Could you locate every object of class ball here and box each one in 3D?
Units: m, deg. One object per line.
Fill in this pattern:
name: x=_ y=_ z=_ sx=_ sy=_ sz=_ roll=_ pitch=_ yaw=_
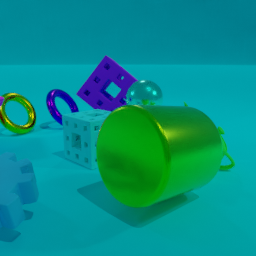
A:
ball: x=0.347 y=-0.623 z=5.964 sx=0.799 sy=0.799 sz=0.799 roll=0 pitch=14 yaw=0

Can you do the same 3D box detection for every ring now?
ring: x=-3.068 y=-0.414 z=7.749 sx=0.244 sy=1.220 sz=1.220 roll=-24 pitch=1 yaw=31
ring: x=-1.954 y=-0.607 z=8.500 sx=0.257 sy=1.284 sz=1.284 roll=-28 pitch=2 yaw=25

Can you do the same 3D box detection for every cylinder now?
cylinder: x=0.438 y=0.331 z=3.930 sx=1.293 sy=1.293 sz=1.293 roll=-3 pitch=12 yaw=-45

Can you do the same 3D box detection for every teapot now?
teapot: x=1.365 y=0.209 z=5.098 sx=0.771 sy=1.574 sz=0.979 roll=-40 pitch=11 yaw=28

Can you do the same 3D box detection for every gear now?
gear: x=-2.050 y=0.863 z=3.428 sx=1.784 sy=0.330 sz=1.784 roll=-5 pitch=23 yaw=2

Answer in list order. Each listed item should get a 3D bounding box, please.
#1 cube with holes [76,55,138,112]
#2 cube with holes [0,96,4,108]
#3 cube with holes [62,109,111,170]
cube with holes: x=-0.464 y=-1.161 z=8.548 sx=1.394 sy=1.394 sz=1.394 roll=39 pitch=10 yaw=-3
cube with holes: x=-3.530 y=-0.315 z=6.050 sx=1.170 sy=1.170 sz=1.170 roll=21 pitch=0 yaw=-20
cube with holes: x=-0.680 y=0.182 z=5.769 sx=0.930 sy=0.930 sz=0.930 roll=-14 pitch=19 yaw=-43
